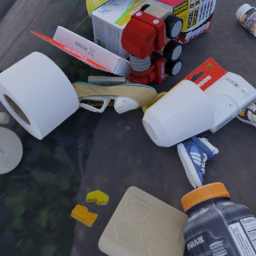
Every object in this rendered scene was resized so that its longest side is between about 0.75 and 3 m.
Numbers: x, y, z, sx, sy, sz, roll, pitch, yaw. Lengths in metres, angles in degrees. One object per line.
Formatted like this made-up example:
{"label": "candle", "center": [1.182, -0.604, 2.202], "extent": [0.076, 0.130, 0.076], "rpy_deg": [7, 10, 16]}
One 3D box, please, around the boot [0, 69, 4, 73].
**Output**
{"label": "boot", "center": [-4.994, -0.888, 8.627], "extent": [1.878, 0.748, 2.279], "rpy_deg": [-2, 52, 11]}

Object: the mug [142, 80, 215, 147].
{"label": "mug", "center": [1.269, -0.272, 8.066], "extent": [1.602, 1.952, 1.563], "rpy_deg": [-32, 94, -9]}

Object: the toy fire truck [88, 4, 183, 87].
{"label": "toy fire truck", "center": [0.165, -2.118, 8.549], "extent": [1.736, 2.375, 2.698], "rpy_deg": [36, 69, 28]}

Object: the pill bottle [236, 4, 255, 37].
{"label": "pill bottle", "center": [4.818, -4.175, 10.827], "extent": [0.747, 0.747, 1.284], "rpy_deg": [-22, 60, -14]}

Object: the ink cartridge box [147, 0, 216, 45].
{"label": "ink cartridge box", "center": [1.896, -4.227, 9.719], "extent": [1.115, 2.334, 2.659], "rpy_deg": [35, 58, 29]}

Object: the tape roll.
{"label": "tape roll", "center": [-2.579, -0.901, 7.887], "extent": [2.049, 2.049, 1.407], "rpy_deg": [36, 64, 21]}

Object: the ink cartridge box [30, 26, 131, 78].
{"label": "ink cartridge box", "center": [-1.367, -2.538, 8.978], "extent": [2.658, 2.307, 0.579], "rpy_deg": [32, 103, 19]}

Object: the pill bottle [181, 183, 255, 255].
{"label": "pill bottle", "center": [2.147, 2.674, 5.765], "extent": [1.586, 1.586, 2.985], "rpy_deg": [-14, 58, -9]}

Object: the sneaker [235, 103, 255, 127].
{"label": "sneaker", "center": [3.943, -0.423, 8.261], "extent": [0.735, 0.884, 1.961], "rpy_deg": [-38, 64, -22]}

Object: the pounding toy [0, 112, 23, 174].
{"label": "pounding toy", "center": [-3.720, 0.473, 7.696], "extent": [1.269, 0.763, 1.643], "rpy_deg": [-17, 93, -46]}

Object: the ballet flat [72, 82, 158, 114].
{"label": "ballet flat", "center": [-0.502, -0.837, 8.591], "extent": [2.771, 0.951, 0.873], "rpy_deg": [5, 66, 15]}

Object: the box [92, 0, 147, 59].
{"label": "box", "center": [0.107, -3.916, 10.209], "extent": [1.349, 1.497, 2.662], "rpy_deg": [34, 62, 20]}

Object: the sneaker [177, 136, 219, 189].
{"label": "sneaker", "center": [2.044, 0.875, 7.582], "extent": [1.052, 0.579, 1.437], "rpy_deg": [-14, 52, -4]}

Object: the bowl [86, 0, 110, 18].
{"label": "bowl", "center": [-0.438, -5.281, 10.230], "extent": [2.711, 2.711, 1.459], "rpy_deg": [-25, 100, -16]}

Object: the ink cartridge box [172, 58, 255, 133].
{"label": "ink cartridge box", "center": [2.589, -1.147, 8.627], "extent": [1.689, 0.499, 2.110], "rpy_deg": [-38, 63, 3]}

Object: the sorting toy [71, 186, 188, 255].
{"label": "sorting toy", "center": [0.096, 2.199, 6.399], "extent": [2.549, 0.341, 1.899], "rpy_deg": [27, 35, 7]}
